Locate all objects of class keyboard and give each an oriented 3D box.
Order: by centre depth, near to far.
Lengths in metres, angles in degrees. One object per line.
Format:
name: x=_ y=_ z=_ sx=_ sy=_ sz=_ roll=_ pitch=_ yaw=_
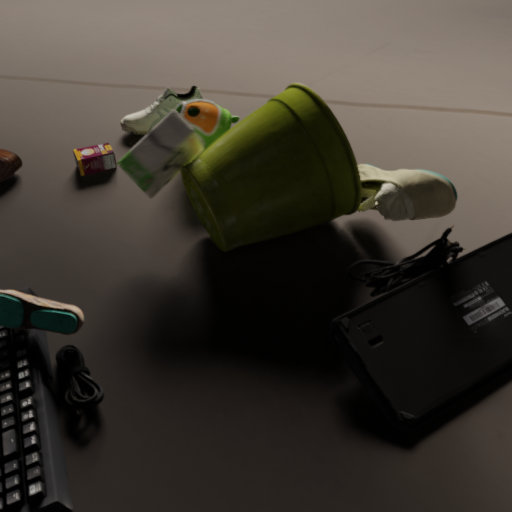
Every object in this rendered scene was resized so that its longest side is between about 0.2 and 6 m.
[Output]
keyboard: x=-3.205 y=1.758 z=7.339 sx=2.229 sy=0.476 sz=3.712 roll=-14 pitch=42 yaw=-17
keyboard: x=3.088 y=0.760 z=8.583 sx=4.519 sy=0.895 sz=2.352 roll=-21 pitch=66 yaw=-25

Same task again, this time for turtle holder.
turtle holder: x=-1.264 y=-2.684 z=11.901 sx=1.190 sy=1.273 sz=1.676 roll=24 pitch=3 yaw=-28

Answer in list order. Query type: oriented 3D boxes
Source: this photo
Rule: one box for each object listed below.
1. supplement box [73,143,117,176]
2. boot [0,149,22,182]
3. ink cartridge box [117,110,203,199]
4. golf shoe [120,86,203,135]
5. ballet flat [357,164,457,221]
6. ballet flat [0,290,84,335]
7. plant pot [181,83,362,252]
supplement box: x=-3.482 y=-2.090 z=12.101 sx=0.790 sy=0.408 sz=0.517 roll=-17 pitch=42 yaw=-20
boot: x=-6.127 y=-1.567 z=11.347 sx=1.925 sy=0.663 sz=2.065 roll=11 pitch=45 yaw=16
ink cartridge box: x=-1.598 y=-1.704 z=9.525 sx=1.315 sy=0.956 sz=0.552 roll=-44 pitch=82 yaw=-3
golf shoe: x=-2.263 y=-3.555 z=13.435 sx=2.109 sy=1.026 sz=0.826 roll=-17 pitch=44 yaw=-17
ballet flat: x=2.272 y=-0.999 z=9.637 sx=0.950 sy=0.950 sz=2.736 roll=-14 pitch=16 yaw=-17
ballet flat: x=-3.185 y=0.784 z=7.915 sx=1.534 sy=0.522 sz=0.516 roll=16 pitch=13 yaw=-5
plant pot: x=0.104 y=-1.316 z=9.750 sx=2.434 sy=2.527 sz=2.527 roll=-28 pitch=45 yaw=-11
